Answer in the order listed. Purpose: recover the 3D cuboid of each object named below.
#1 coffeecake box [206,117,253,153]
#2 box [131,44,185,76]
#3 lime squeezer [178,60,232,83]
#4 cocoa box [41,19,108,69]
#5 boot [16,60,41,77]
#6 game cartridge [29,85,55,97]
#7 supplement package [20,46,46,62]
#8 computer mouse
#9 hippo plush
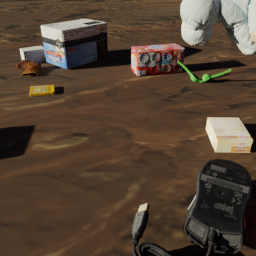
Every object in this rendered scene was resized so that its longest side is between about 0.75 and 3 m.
[{"bbox_3d":[2.774,0.172,7.794,0.923,0.439,1.202,1,30,2],"label":"coffeecake box"},{"bbox_3d":[1.332,-3.124,12.751,2.239,1.116,1.069,-8,31,-13],"label":"box"},{"bbox_3d":[3.116,-2.275,11.695,2.187,0.772,0.412,12,14,12],"label":"lime squeezer"},{"bbox_3d":[-2.590,-4.271,14.016,1.844,1.814,2.765,25,39,36],"label":"cocoa box"},{"bbox_3d":[-4.638,-2.643,12.806,1.191,0.433,1.265,5,37,-7],"label":"boot"},{"bbox_3d":[-3.325,-1.463,10.883,0.919,0.149,0.810,-8,31,-11],"label":"game cartridge"},{"bbox_3d":[-4.773,-3.696,14.170,1.118,0.669,0.678,-17,35,-27],"label":"supplement package"},{"bbox_3d":[1.204,1.636,5.190,1.996,0.654,2.843,10,41,16],"label":"computer mouse"},{"bbox_3d":[1.953,-2.247,5.743,1.643,2.044,1.628,-16,68,-1],"label":"hippo plush"}]
